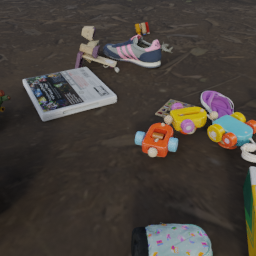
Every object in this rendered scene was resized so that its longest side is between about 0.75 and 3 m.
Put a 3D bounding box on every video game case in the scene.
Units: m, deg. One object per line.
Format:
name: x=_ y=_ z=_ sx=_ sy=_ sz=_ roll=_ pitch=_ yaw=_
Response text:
video game case: x=-2.076 y=-1.290 z=9.653 sx=2.477 sy=0.318 sz=2.724 roll=-17 pitch=39 yaw=-23

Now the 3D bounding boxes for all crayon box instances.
crayon box: x=2.962 y=1.878 z=4.782 sx=1.645 sy=0.675 sz=2.616 roll=9 pitch=35 yaw=13

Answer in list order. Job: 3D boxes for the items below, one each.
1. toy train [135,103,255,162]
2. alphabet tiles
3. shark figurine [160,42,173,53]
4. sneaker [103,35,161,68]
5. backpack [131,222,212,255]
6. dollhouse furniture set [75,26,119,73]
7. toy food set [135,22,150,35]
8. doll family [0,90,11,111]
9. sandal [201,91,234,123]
toy train: x=1.751 y=0.313 z=7.010 sx=2.908 sy=0.809 sz=2.185 roll=8 pitch=39 yaw=14
alphabet tiles: x=1.696 y=-0.491 z=8.731 sx=1.337 sy=0.050 sz=1.118 roll=20 pitch=39 yaw=26
shark figurine: x=1.747 y=-3.857 z=13.239 sx=0.615 sy=0.430 sz=1.030 roll=-5 pitch=33 yaw=-4
sneaker: x=0.152 y=-3.478 z=12.004 sx=2.883 sy=1.182 sz=1.011 roll=19 pitch=39 yaw=25
backpack: x=0.701 y=2.026 z=4.479 sx=1.252 sy=0.793 sz=1.045 roll=2 pitch=32 yaw=-3
dollhouse furniture set: x=-0.960 y=-3.288 z=11.599 sx=1.682 sy=1.878 sz=2.370 roll=17 pitch=32 yaw=-3
toy food set: x=0.813 y=-5.435 z=15.508 sx=0.699 sy=0.659 sz=1.464 roll=-10 pitch=16 yaw=10
doll family: x=-4.455 y=-0.442 z=7.931 sx=2.404 sy=0.943 sz=1.389 roll=-5 pitch=40 yaw=-2
sandal: x=2.853 y=-0.730 z=8.639 sx=0.883 sy=0.534 sz=2.171 roll=-1 pitch=35 yaw=-2
